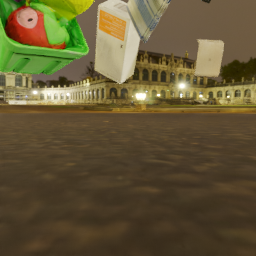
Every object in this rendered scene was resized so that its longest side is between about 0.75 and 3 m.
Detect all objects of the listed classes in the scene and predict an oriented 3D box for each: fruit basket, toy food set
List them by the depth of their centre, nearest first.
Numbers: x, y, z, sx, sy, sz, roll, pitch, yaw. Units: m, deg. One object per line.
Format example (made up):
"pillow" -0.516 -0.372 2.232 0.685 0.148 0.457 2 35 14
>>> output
"fruit basket" -1.590 -2.513 5.254 2.662 2.662 1.920 4 8 44
"toy food set" 3.088 -2.697 10.949 1.033 1.440 0.435 -1 19 -12

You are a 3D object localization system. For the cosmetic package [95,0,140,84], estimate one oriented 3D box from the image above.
"cosmetic package" -0.420 -3.370 11.110 1.455 2.868 1.022 31 50 18

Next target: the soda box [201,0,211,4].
"soda box" 1.940 -4.028 7.912 1.274 0.451 0.403 12 28 -41

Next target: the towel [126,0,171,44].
"towel" 0.518 -3.214 7.054 0.213 1.314 1.790 -15 -19 -28

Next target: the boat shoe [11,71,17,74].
"boat shoe" -4.344 -2.887 9.680 0.791 2.093 0.631 -12 31 29
